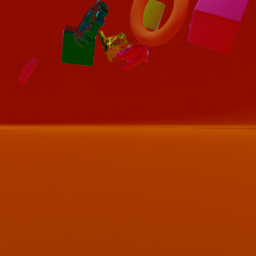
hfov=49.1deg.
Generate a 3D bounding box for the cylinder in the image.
[{"bbox_3d":[0.775,-4.203,10.343,0.954,0.954,0.954,16,21,-6],"label":"cylinder"}]

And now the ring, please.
[{"bbox_3d":[0.859,-3.407,8.139,2.033,2.033,0.407,1,-2,43],"label":"ring"}]

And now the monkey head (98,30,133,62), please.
[{"bbox_3d":[-0.473,-3.448,11.319,1.180,1.409,1.958,-26,-1,4],"label":"monkey head"}]

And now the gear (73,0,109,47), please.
[{"bbox_3d":[-1.218,-3.369,9.055,0.285,1.541,1.541,29,-16,-32],"label":"gear"}]

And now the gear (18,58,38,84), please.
[{"bbox_3d":[-3.986,-2.256,11.146,0.206,1.114,1.114,33,-10,-17],"label":"gear"}]

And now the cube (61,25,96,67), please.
[{"bbox_3d":[-1.960,-3.255,11.087,1.214,1.214,1.214,4,29,-12],"label":"cube"}]

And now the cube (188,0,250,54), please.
[{"bbox_3d":[2.110,-2.565,6.532,1.026,1.026,1.026,22,-21,12],"label":"cube"}]

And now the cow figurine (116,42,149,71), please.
[{"bbox_3d":[0.336,-2.585,9.822,1.496,0.834,1.520,-31,11,-29],"label":"cow figurine"}]

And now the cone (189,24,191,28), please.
[{"bbox_3d":[3.156,-3.516,9.891,1.405,1.410,1.405,-39,-1,0],"label":"cone"}]
